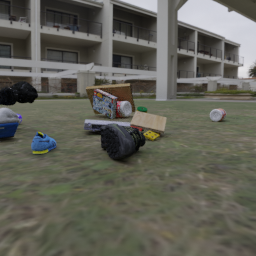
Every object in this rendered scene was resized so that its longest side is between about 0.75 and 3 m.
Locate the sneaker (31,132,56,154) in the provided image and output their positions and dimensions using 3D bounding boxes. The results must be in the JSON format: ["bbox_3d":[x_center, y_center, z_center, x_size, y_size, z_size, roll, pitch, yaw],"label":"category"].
[{"bbox_3d":[-2.081,0.309,7.028,0.412,0.490,1.249,-2,6,0],"label":"sneaker"}]

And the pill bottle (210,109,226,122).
[{"bbox_3d":[4.498,-0.650,13.868,0.600,0.600,1.070,5,9,33],"label":"pill bottle"}]

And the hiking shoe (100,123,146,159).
[{"bbox_3d":[-0.035,0.216,6.527,1.032,0.777,2.051,-5,8,-14],"label":"hiking shoe"}]

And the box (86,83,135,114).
[{"bbox_3d":[-0.955,-1.631,16.238,2.547,2.082,0.271,-3,47,11],"label":"box"}]

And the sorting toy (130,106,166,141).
[{"bbox_3d":[0.666,-0.059,9.331,1.101,0.386,2.283,12,27,6],"label":"sorting toy"}]

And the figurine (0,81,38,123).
[{"bbox_3d":[-4.379,-0.660,9.915,0.908,2.110,2.059,39,10,-5],"label":"figurine"}]

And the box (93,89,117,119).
[{"bbox_3d":[-1.255,-1.320,15.122,0.329,1.131,1.652,-19,36,-41],"label":"box"}]

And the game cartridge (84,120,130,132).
[{"bbox_3d":[-0.591,-0.046,10.011,1.926,0.370,1.249,4,2,-7],"label":"game cartridge"}]

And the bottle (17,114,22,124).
[{"bbox_3d":[-5.050,-0.332,11.954,0.597,0.467,1.429,4,8,-1],"label":"bottle"}]

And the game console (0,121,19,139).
[{"bbox_3d":[-4.050,-0.018,8.358,1.186,0.701,1.012,-10,-33,-45],"label":"game console"}]

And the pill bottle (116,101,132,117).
[{"bbox_3d":[-0.630,-1.043,15.715,1.548,0.869,0.869,1,6,38],"label":"pill bottle"}]
